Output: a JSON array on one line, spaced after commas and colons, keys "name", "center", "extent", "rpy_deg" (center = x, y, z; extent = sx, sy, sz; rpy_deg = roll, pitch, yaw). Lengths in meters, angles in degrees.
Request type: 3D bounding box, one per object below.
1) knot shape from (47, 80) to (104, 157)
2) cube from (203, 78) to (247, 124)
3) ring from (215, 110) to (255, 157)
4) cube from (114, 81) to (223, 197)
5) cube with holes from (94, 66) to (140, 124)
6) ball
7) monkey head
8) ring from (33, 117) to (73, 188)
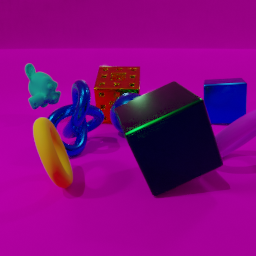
[{"name": "knot shape", "center": [-1.137, -0.299, 6.337], "extent": [0.780, 1.580, 1.688], "rpy_deg": [19, 22, 15]}, {"name": "cube", "center": [2.983, -0.868, 8.736], "extent": [1.203, 1.203, 1.203], "rpy_deg": [0, 16, 16]}, {"name": "ring", "center": [2.194, 0.147, 5.593], "extent": [1.557, 1.557, 0.311], "rpy_deg": [-14, 63, -38]}, {"name": "cube", "center": [0.648, 0.128, 4.857], "extent": [1.272, 1.272, 1.272], "rpy_deg": [-25, 24, 0]}, {"name": "cube with holes", "center": [-0.274, -1.024, 8.622], "extent": [1.274, 1.274, 1.274], "rpy_deg": [1, 41, 3]}, {"name": "ball", "center": [0.085, -0.373, 7.443], "extent": [1.131, 1.131, 1.131], "rpy_deg": [0, 17, 0]}, {"name": "monkey head", "center": [-2.714, -1.100, 8.562], "extent": [0.973, 1.615, 1.162], "rpy_deg": [22, 51, 31]}, {"name": "ring", "center": [-1.266, 0.421, 4.799], "extent": [0.254, 1.272, 1.272], "rpy_deg": [-21, 20, -5]}]
